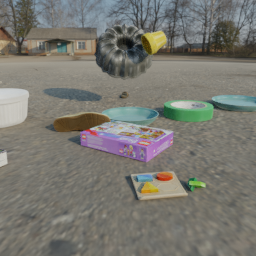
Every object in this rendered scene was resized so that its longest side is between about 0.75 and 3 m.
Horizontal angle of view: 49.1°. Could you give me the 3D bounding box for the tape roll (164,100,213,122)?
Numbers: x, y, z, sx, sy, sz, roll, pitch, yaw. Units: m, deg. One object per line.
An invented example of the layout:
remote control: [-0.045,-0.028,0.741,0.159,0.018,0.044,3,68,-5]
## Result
tape roll: [2.681,-0.797,12.511,2.147,0.516,2.147,0,17,0]

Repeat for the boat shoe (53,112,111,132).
boat shoe: [-1.675,-0.280,10.437,2.097,0.747,0.677,-1,18,2]

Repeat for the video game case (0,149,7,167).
video game case: [-4.924,0.863,7.187,2.587,0.463,2.345,10,20,29]

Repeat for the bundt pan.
bundt pan: [-0.155,-3.799,13.355,2.916,2.916,1.094,-2,-25,-6]

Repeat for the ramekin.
ramekin: [-5.336,-0.825,11.394,2.607,1.214,2.607,0,16,0]

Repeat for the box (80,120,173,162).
box: [-0.038,0.330,8.885,2.462,0.481,1.685,11,20,32]

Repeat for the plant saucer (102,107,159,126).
plant saucer: [0.084,-0.417,11.442,2.319,0.417,2.319,1,17,0]

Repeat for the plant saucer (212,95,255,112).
plant saucer: [5.687,-1.254,14.226,2.787,0.382,2.787,-1,17,0]

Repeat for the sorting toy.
sorting toy: [0.911,1.228,6.413,1.568,0.231,1.159,-3,17,-9]

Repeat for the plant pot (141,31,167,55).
plant pot: [1.148,-3.714,12.017,0.855,0.908,0.908,-28,24,-11]

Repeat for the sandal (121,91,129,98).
sandal: [-0.217,-2.029,16.843,0.458,0.306,1.121,3,17,10]
